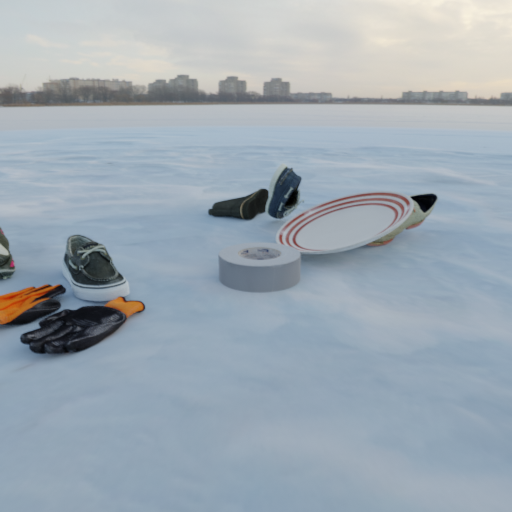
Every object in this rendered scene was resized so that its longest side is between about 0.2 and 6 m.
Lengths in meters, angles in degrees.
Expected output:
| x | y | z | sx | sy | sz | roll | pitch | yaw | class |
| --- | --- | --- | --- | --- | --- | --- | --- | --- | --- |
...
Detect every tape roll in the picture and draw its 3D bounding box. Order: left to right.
| x | y | z | sx | sy | sz | roll | pitch | yaw | class |
| --- | --- | --- | --- | --- | --- | --- | --- | --- | --- |
| 0.063 | 0.185 | 10.421 | 1.534 | 0.507 | 1.534 | 0 | 16 | 0 | tape roll |

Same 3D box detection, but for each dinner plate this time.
| x | y | z | sx | sy | sz | roll | pitch | yaw | class |
| --- | --- | --- | --- | --- | --- | --- | --- | --- | --- |
| 1.883 | -0.667 | 12.021 | 2.992 | 0.363 | 2.992 | -15 | 23 | 7 | dinner plate |

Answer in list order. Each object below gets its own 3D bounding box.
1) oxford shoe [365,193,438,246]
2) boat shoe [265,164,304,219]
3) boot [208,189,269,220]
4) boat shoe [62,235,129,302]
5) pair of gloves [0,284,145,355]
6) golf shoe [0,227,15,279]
| x | y | z | sx | sy | sz | roll | pitch | yaw | class |
| --- | --- | --- | --- | --- | --- | --- | --- | --- | --- |
| 3.194 | -0.950 | 12.776 | 2.436 | 0.899 | 0.862 | -26 | 73 | -36 | oxford shoe |
| 0.758 | -1.459 | 13.901 | 0.703 | 2.272 | 0.851 | 34 | 67 | 12 | boat shoe |
| -0.444 | -1.493 | 15.747 | 1.241 | 0.695 | 1.794 | 2 | 15 | 23 | boot |
| -2.977 | 0.158 | 9.935 | 0.846 | 0.832 | 2.347 | -12 | 21 | -35 | boat shoe |
| -3.111 | 0.913 | 8.453 | 2.307 | 0.285 | 2.055 | 11 | 18 | 23 | pair of gloves |
| -5.512 | -0.411 | 11.121 | 1.129 | 1.288 | 2.925 | -14 | 21 | -37 | golf shoe |
